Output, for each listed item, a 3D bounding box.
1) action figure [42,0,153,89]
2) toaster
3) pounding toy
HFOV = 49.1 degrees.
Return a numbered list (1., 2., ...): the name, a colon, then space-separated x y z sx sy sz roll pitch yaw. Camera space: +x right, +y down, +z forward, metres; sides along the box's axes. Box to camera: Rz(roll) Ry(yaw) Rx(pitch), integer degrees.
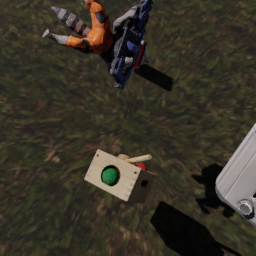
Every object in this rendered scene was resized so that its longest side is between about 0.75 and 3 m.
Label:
1. action figure: -0.311 -1.820 5.106 1.937 1.048 2.003 31 78 -37
2. toaster: 3.007 0.557 5.229 2.749 1.775 1.562 -23 52 -38
3. pounding toy: -0.047 0.895 5.695 1.232 1.338 0.952 21 83 26
